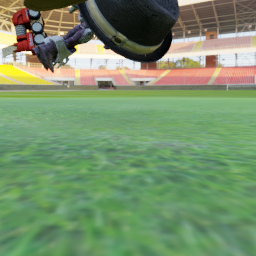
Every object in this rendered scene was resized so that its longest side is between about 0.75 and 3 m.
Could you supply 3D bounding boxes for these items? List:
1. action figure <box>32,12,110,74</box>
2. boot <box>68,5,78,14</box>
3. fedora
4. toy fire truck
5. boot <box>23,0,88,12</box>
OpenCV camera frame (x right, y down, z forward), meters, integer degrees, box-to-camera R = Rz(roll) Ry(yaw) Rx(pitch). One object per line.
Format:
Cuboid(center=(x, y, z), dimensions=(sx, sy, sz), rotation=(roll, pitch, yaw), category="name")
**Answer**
Cuboid(center=(-1.181, -2.707, 7.871), dimensions=(2.999, 1.040, 1.951), rotation=(-37, 43, -12), category="action figure")
Cuboid(center=(-1.708, -4.062, 9.313), dimensions=(0.822, 0.426, 1.259), rotation=(-29, 27, 37), category="boot")
Cuboid(center=(0.222, -2.872, 6.348), dimensions=(2.704, 2.704, 1.235), rotation=(-5, -13, -35), category="fedora")
Cuboid(center=(-3.437, -2.954, 9.022), dimensions=(1.591, 1.400, 1.023), rotation=(-12, -7, -6), category="toy fire truck")
Cuboid(center=(-0.544, -2.837, 3.650), dimensions=(2.468, 1.804, 0.867), rotation=(-14, -2, 22), category="boot")
